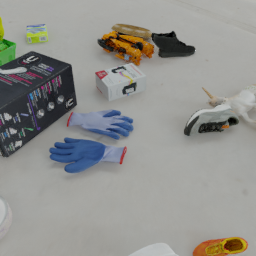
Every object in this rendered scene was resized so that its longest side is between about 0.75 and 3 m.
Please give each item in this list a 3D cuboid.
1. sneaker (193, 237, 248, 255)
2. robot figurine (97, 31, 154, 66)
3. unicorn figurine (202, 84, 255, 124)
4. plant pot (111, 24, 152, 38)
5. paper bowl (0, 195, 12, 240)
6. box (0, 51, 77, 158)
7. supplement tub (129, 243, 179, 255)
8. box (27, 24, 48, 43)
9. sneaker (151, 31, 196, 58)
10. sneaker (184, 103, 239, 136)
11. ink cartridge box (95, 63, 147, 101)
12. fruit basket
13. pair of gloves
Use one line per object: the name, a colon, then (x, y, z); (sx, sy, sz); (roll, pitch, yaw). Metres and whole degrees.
sneaker: (1.609, 2.127, 5.002); (1.003, 0.387, 0.366); (-26, 55, 19)
robot figurine: (-0.153, -3.245, 11.133); (2.201, 0.641, 1.596); (30, 50, 29)
unicorn figurine: (3.485, -0.780, 8.280); (1.687, 0.907, 2.457); (24, 31, 39)
plant pot: (0.208, -4.249, 12.127); (1.859, 0.255, 1.859); (10, 24, -5)
paper bowl: (-2.921, 1.754, 5.504); (1.124, 0.585, 1.124); (0, 40, 0)
box: (-2.964, -0.783, 7.699); (1.687, 1.464, 2.760); (24, 47, 25)
supplement tub: (0.687, 2.937, 3.107); (1.957, 1.957, 2.699); (-24, 47, -25)
box: (-4.058, -4.250, 12.506); (0.872, 0.341, 1.431); (-10, 43, -12)
sneaker: (1.819, -3.313, 10.943); (1.878, 0.980, 0.564); (-9, 41, -10)
sneaker: (2.291, -0.157, 7.649); (1.744, 0.644, 0.691); (-19, 49, -21)
ink cartridge box: (-0.235, -1.544, 9.237); (1.409, 0.584, 1.027); (-20, 45, -21)
fruit basket: (-5.047, -3.146, 10.071); (2.048, 2.048, 1.477); (22, 46, 23)
pair of gloves: (-0.909, 0.276, 7.428); (1.974, 0.280, 2.455); (4, 41, 8)
